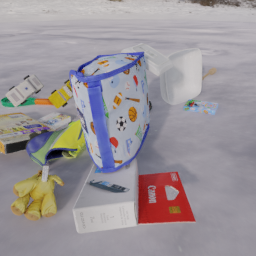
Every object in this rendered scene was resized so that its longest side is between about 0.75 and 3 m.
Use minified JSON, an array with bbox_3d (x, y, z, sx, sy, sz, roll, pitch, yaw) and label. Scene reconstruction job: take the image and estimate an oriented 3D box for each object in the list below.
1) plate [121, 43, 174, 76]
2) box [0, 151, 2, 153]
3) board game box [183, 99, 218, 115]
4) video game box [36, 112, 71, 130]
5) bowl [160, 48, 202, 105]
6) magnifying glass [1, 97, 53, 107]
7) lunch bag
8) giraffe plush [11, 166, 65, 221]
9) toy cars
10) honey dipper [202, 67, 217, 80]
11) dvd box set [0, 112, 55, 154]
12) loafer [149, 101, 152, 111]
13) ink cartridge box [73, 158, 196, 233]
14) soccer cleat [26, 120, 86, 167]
[{"bbox_3d":[0.664,-2.162,8.501,1.378,0.223,1.375,36,37,11],"label":"plate"},{"bbox_3d":[-3.974,0.656,8.512,1.038,0.215,0.201,-16,28,-30],"label":"box"},{"bbox_3d":[3.019,-0.876,11.557,1.248,0.228,0.944,12,27,21],"label":"board game box"},{"bbox_3d":[-2.743,-0.268,10.360,0.867,0.223,0.952,13,29,29],"label":"video game box"},{"bbox_3d":[2.202,-2.281,12.210,2.252,2.249,0.841,-21,26,-33],"label":"bowl"},{"bbox_3d":[-4.240,-1.145,12.134,2.488,0.279,0.990,0,26,5],"label":"magnifying glass"},{"bbox_3d":[-0.407,-0.536,6.997,1.697,2.329,2.740,-4,24,12],"label":"lunch bag"},{"bbox_3d":[-2.040,1.369,6.370,1.043,1.209,0.980,25,-6,-17],"label":"giraffe plush"},{"bbox_3d":[-2.907,-1.332,10.036,2.706,1.213,0.599,1,-3,-25],"label":"toy cars"},{"bbox_3d":[4.530,-3.046,15.838,0.350,0.350,1.842,17,33,31],"label":"honey dipper"},{"bbox_3d":[-3.718,0.082,9.148,2.521,0.371,1.844,22,23,37],"label":"dvd box set"},{"bbox_3d":[0.389,-0.837,11.093,0.661,0.579,1.841,18,32,32],"label":"loafer"},{"bbox_3d":[0.145,1.264,5.990,2.124,0.539,2.410,-7,12,3],"label":"ink cartridge box"},{"bbox_3d":[-1.697,0.415,8.554,2.799,0.905,1.171,-22,61,-43],"label":"soccer cleat"}]
